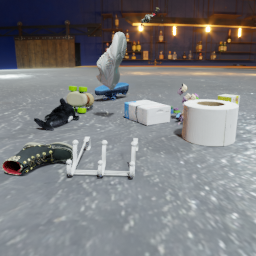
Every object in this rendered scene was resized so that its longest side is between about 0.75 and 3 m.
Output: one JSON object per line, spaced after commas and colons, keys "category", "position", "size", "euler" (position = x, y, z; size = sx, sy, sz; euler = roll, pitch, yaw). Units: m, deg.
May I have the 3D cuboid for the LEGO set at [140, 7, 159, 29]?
{"category": "LEGO set", "position": [0.911, -5.035, 12.674], "size": [1.176, 0.333, 0.764], "euler": [-50, 9, -12]}

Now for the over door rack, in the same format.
{"category": "over door rack", "position": [-0.571, 0.577, 7.365], "size": [1.621, 0.731, 2.195], "euler": [2, 15, 4]}

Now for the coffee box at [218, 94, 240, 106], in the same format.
{"category": "coffee box", "position": [4.893, -1.216, 13.698], "size": [0.756, 0.763, 0.764], "euler": [-13, 20, -39]}

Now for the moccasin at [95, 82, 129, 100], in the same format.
{"category": "moccasin", "position": [-0.854, -2.124, 16.847], "size": [2.620, 0.893, 1.054], "euler": [-16, 29, -40]}

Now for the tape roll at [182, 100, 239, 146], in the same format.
{"category": "tape roll", "position": [2.707, -0.228, 9.331], "size": [1.755, 1.205, 1.755], "euler": [0, 15, 0]}

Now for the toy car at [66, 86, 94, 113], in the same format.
{"category": "toy car", "position": [-2.156, -1.385, 13.737], "size": [1.171, 1.219, 1.484], "euler": [8, 7, 26]}

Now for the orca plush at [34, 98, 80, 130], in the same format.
{"category": "orca plush", "position": [-2.934, -0.744, 11.586], "size": [1.458, 0.985, 2.771], "euler": [6, 17, 21]}

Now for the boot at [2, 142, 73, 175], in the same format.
{"category": "boot", "position": [-2.194, 0.791, 7.003], "size": [1.535, 0.554, 1.160], "euler": [3, 20, 13]}

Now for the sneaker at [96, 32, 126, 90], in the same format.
{"category": "sneaker", "position": [-0.743, -2.676, 11.107], "size": [0.976, 2.435, 0.856], "euler": [29, 40, 13]}

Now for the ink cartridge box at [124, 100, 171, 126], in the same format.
{"category": "ink cartridge box", "position": [0.796, -0.680, 11.855], "size": [1.228, 0.715, 1.698], "euler": [-10, 18, -31]}

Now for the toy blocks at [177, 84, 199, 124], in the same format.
{"category": "toy blocks", "position": [2.396, -0.825, 11.464], "size": [1.382, 1.163, 1.291], "euler": [37, 26, -10]}

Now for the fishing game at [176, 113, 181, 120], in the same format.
{"category": "fishing game", "position": [2.946, -0.555, 12.109], "size": [1.775, 0.385, 2.479], "euler": [6, 16, 11]}

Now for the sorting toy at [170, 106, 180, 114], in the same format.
{"category": "sorting toy", "position": [2.083, -0.906, 13.369], "size": [0.849, 0.348, 0.510], "euler": [2, 15, 6]}
